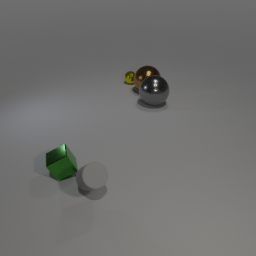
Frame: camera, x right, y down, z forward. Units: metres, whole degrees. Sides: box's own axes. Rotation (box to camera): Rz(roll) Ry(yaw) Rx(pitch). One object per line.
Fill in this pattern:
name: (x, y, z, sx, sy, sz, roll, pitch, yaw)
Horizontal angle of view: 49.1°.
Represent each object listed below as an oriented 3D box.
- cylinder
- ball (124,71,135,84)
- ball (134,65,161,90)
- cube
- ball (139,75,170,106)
cylinder: (-0.982, 1.308, 7.526, 0.700, 0.700, 0.700, -18, -7, -28)
ball: (0.141, -2.773, 15.382, 0.700, 0.700, 0.700, 0, 30, 0)
ball: (0.983, -2.446, 14.157, 1.400, 1.400, 1.400, 0, 30, 0)
cube: (-2.035, 1.048, 8.591, 0.700, 0.700, 0.700, -28, 33, 0)
ball: (1.201, -1.717, 12.839, 1.400, 1.400, 1.400, 0, 30, 0)
